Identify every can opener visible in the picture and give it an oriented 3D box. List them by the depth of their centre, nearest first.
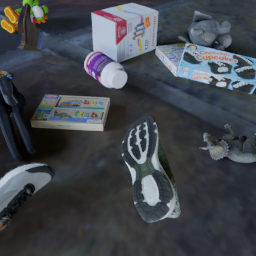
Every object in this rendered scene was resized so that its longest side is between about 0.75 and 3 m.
[{"bbox_3d":[-3.362,-0.224,8.134,0.931,1.155,2.938,-27,57,-1],"label":"can opener"}]

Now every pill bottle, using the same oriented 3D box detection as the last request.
[{"bbox_3d":[-0.808,-2.122,10.360,0.979,0.979,1.740,-24,45,-27],"label":"pill bottle"}]

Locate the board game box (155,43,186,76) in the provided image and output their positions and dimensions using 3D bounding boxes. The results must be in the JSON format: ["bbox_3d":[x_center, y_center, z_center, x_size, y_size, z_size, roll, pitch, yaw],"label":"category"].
[{"bbox_3d":[2.247,-2.933,11.829,1.478,0.376,2.198,-11,40,-13],"label":"board game box"}]

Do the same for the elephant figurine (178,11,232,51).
[{"bbox_3d":[3.170,-4.201,12.458,1.834,2.011,2.592,-27,41,-3],"label":"elephant figurine"}]

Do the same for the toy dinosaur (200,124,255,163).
[{"bbox_3d":[2.970,0.544,7.437,2.105,0.810,1.076,17,55,9],"label":"toy dinosaur"}]

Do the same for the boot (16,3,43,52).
[{"bbox_3d":[-2.883,-2.946,8.331,0.683,1.409,0.526,11,-9,-41],"label":"boot"}]

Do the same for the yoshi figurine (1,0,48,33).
[{"bbox_3d":[-5.615,-6.322,15.134,1.617,1.611,2.877,11,37,23],"label":"yoshi figurine"}]

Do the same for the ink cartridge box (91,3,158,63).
[{"bbox_3d":[-0.110,-4.249,12.340,2.423,1.760,1.752,-30,48,-31],"label":"ink cartridge box"}]

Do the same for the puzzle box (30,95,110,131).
[{"bbox_3d":[-1.764,-0.525,8.953,2.240,0.285,1.490,3,39,4],"label":"puzzle box"}]

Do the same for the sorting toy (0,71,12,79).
[{"bbox_3d":[-4.908,-2.094,11.012,0.493,0.119,0.875,-31,48,-32],"label":"sorting toy"}]

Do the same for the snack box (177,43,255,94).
[{"bbox_3d":[3.353,-2.281,10.507,2.765,0.513,1.606,16,50,8],"label":"snack box"}]

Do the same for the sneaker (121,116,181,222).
[{"bbox_3d":[0.470,0.730,5.080,0.801,0.923,2.083,-25,51,23],"label":"sneaker"}]

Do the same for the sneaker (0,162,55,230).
[{"bbox_3d":[-2.600,1.619,5.976,2.420,0.894,0.959,-33,58,-25],"label":"sneaker"}]
